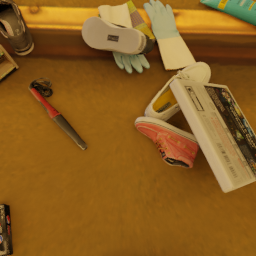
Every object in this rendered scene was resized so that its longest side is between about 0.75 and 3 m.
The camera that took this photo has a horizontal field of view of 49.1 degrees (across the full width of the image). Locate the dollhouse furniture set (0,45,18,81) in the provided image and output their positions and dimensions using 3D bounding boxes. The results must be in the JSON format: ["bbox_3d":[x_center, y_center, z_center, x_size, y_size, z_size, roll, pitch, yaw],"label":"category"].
[{"bbox_3d":[-4.566,-1.839,8.656,1.704,0.947,1.507,-45,51,-15],"label":"dollhouse furniture set"}]

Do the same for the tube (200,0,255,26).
[{"bbox_3d":[3.858,-4.079,9.538,2.652,0.668,1.027,30,59,16],"label":"tube"}]

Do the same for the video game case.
[{"bbox_3d":[2.416,0.053,6.971,2.507,0.322,2.758,-3,62,-44],"label":"video game case"}]

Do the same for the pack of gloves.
[{"bbox_3d":[0.589,-3.133,8.961,2.476,0.582,2.948,-14,68,-10],"label":"pack of gloves"}]

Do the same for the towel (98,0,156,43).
[{"bbox_3d":[-0.051,-3.381,9.418,1.404,0.223,1.956,-23,71,-8],"label":"towel"}]

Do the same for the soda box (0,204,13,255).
[{"bbox_3d":[-3.163,2.550,6.971,0.389,0.434,1.228,-11,68,-7],"label":"soda box"}]

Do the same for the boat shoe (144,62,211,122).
[{"bbox_3d":[1.528,-1.188,8.029,2.631,1.122,0.972,-39,79,-15],"label":"boat shoe"}]

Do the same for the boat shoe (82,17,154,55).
[{"bbox_3d":[-0.378,-2.683,8.423,2.640,0.747,0.906,30,111,37],"label":"boat shoe"}]

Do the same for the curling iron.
[{"bbox_3d":[-2.027,-0.464,8.202,0.685,0.353,2.765,-34,72,-13],"label":"curling iron"}]

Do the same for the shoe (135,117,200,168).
[{"bbox_3d":[0.990,0.402,7.674,1.919,0.686,0.873,22,64,4],"label":"shoe"}]

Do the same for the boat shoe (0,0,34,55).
[{"bbox_3d":[-3.957,-3.685,9.215,0.963,0.821,2.881,-30,71,-11],"label":"boat shoe"}]
